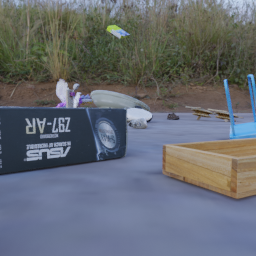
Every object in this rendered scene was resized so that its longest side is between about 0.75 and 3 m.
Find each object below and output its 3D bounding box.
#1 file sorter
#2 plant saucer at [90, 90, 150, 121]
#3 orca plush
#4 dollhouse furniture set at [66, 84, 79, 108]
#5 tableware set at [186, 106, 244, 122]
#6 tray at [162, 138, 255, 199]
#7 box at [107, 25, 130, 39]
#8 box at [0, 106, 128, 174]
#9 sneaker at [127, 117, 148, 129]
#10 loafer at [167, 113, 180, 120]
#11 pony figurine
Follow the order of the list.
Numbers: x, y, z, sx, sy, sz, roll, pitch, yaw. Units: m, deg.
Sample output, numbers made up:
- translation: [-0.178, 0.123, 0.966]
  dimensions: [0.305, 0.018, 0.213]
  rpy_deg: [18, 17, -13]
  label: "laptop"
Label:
- translation: [2.403, -0.436, 4.428]
  dimensions: [1.616, 0.991, 1.121]
  rpy_deg: [-9, 7, 22]
  label: "file sorter"
- translation: [-0.417, -0.847, 12.369]
  dimensions: [2.723, 0.683, 2.723]
  rpy_deg: [16, -10, 3]
  label: "plant saucer"
- translation: [0.080, -0.371, 11.203]
  dimensions: [1.763, 0.627, 0.928]
  rpy_deg: [-4, 49, -5]
  label: "orca plush"
- translation: [-1.175, -0.382, 5.994]
  dimensions: [1.142, 1.023, 1.442]
  rpy_deg: [1, 4, 10]
  label: "dollhouse furniture set"
- translation: [3.909, -0.528, 12.889]
  dimensions: [1.544, 0.468, 2.335]
  rpy_deg: [12, 1, -39]
  label: "tableware set"
- translation: [1.071, 0.250, 2.233]
  dimensions: [1.450, 0.269, 0.715]
  rpy_deg: [-3, 5, -29]
  label: "tray"
- translation: [-0.370, -3.677, 10.746]
  dimensions: [0.771, 0.184, 0.470]
  rpy_deg: [37, 39, 15]
  label: "box"
- translation: [-1.583, 0.047, 2.994]
  dimensions: [2.519, 0.548, 2.018]
  rpy_deg: [-3, 5, -40]
  label: "box"
- translation: [0.269, -0.091, 7.745]
  dimensions: [0.345, 0.314, 0.840]
  rpy_deg: [-16, 2, -23]
  label: "sneaker"
- translation: [2.317, -0.607, 14.547]
  dimensions: [0.371, 0.360, 1.015]
  rpy_deg: [-2, 4, -24]
  label: "loafer"
- translation: [-2.494, -1.066, 12.362]
  dimensions: [1.564, 1.813, 1.878]
  rpy_deg: [42, 28, 30]
  label: "pony figurine"
